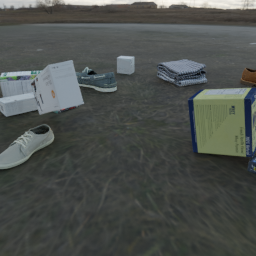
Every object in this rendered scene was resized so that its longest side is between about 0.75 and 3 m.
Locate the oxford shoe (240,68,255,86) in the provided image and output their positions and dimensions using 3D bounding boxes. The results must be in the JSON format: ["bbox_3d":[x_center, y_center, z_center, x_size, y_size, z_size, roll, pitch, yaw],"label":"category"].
[{"bbox_3d":[6.311,-2.236,12.643,2.344,0.835,0.836,19,30,32],"label":"oxford shoe"}]

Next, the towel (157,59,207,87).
[{"bbox_3d":[2.599,-2.757,13.654,1.719,0.888,2.076,-12,28,-22],"label":"towel"}]

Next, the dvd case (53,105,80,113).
[{"bbox_3d":[-2.391,-0.799,10.377,0.728,0.110,0.998,21,33,37],"label":"dvd case"}]

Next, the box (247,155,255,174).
[{"bbox_3d":[3.532,0.915,6.457,0.928,0.300,1.177,-21,32,-40],"label":"box"}]

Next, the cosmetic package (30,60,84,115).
[{"bbox_3d":[-2.180,-1.062,8.183,0.712,1.160,2.811,-20,8,-26],"label":"cosmetic package"}]

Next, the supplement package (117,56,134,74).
[{"bbox_3d":[-0.120,-3.399,15.098,0.794,0.830,0.611,10,27,20],"label":"supplement package"}]

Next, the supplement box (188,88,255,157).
[{"bbox_3d":[2.465,-0.179,7.137,1.487,1.488,0.999,2,23,33],"label":"supplement box"}]

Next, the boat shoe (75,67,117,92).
[{"bbox_3d":[-1.610,-2.339,12.767,2.824,0.872,1.028,22,33,38],"label":"boat shoe"}]

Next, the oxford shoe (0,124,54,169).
[{"bbox_3d":[-2.664,0.421,7.219,0.697,0.535,1.854,21,36,24],"label":"oxford shoe"}]

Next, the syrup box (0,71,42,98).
[{"bbox_3d":[-4.058,-1.857,11.706,2.237,0.911,0.881,-7,27,-13],"label":"syrup box"}]

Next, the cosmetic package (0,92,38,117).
[{"bbox_3d":[-3.846,-0.862,10.014,1.285,0.521,0.725,-20,30,-35],"label":"cosmetic package"}]
